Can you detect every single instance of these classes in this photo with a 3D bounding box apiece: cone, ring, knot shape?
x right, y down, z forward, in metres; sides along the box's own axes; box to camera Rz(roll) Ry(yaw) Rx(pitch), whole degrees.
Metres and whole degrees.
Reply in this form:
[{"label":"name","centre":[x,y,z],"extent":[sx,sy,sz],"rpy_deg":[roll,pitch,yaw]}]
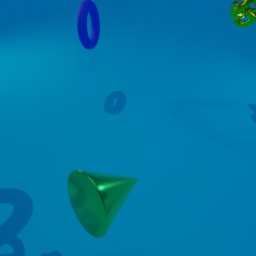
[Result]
[{"label":"cone","centre":[-0.188,0.808,3.628],"extent":[0.865,0.862,0.862],"rpy_deg":[-18,40,-38]},{"label":"ring","centre":[-1.112,-2.946,8.028],"extent":[0.270,1.350,1.350],"rpy_deg":[5,37,13]},{"label":"knot shape","centre":[3.112,-3.008,7.358],"extent":[1.213,0.560,1.135],"rpy_deg":[10,10,-24]}]
